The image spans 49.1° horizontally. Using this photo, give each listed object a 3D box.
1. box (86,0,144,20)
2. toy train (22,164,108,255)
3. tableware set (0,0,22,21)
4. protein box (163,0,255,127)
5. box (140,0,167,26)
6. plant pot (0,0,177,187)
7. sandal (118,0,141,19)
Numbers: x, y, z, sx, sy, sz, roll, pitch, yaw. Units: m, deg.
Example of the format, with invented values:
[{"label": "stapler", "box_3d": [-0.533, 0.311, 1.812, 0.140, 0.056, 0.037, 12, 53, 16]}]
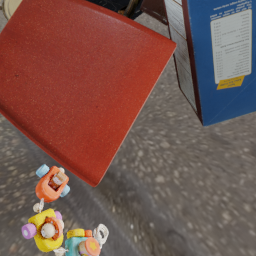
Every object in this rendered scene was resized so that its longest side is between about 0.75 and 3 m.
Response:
[{"label": "box", "box_3d": [-0.545, -4.825, 8.936, 2.700, 1.702, 2.746, 8, 1, -22]}, {"label": "toy train", "box_3d": [-0.683, 1.099, 3.463, 0.383, 1.378, 1.035, -31, 16, 32]}, {"label": "tableware set", "box_3d": [-2.721, -3.475, 7.278, 0.370, 1.219, 1.844, 11, 71, 29]}, {"label": "protein box", "box_3d": [2.508, -2.030, 6.069, 2.866, 2.887, 1.948, -17, 37, 2]}, {"label": "box", "box_3d": [0.984, -3.475, 7.393, 0.934, 1.126, 0.924, 28, 13, -9]}, {"label": "plant pot", "box_3d": [-1.218, -0.908, 5.409, 2.430, 2.755, 2.757, 31, 84, -17]}, {"label": "sandal", "box_3d": [-0.075, -3.147, 7.593, 0.366, 1.341, 0.548, 40, 66, -4]}]
